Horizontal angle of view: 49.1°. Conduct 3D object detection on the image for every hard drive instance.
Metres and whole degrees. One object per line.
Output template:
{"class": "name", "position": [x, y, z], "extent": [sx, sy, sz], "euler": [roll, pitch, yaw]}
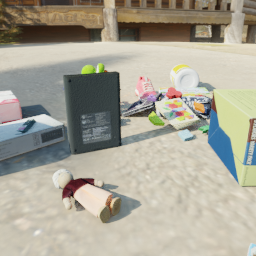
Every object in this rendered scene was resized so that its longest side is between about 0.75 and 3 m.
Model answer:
{"class": "hard drive", "position": [-1.000, -0.457, 8.301], "extent": [1.619, 2.320, 0.381], "euler": [-9, 22, -22]}

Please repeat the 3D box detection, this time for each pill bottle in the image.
{"class": "pill bottle", "position": [3.087, -2.853, 15.712], "extent": [1.338, 1.338, 2.389], "euler": [0, 22, -1]}

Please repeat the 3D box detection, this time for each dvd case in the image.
{"class": "dvd case", "position": [0.645, -1.008, 11.915], "extent": [1.379, 0.148, 1.855], "euler": [-18, 15, 25]}

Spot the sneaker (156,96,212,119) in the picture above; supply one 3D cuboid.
{"class": "sneaker", "position": [2.373, -0.795, 11.187], "extent": [2.425, 0.850, 1.315], "euler": [-12, 22, -34]}

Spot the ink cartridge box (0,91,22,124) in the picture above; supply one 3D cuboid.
{"class": "ink cartridge box", "position": [-5.247, -0.844, 11.309], "extent": [1.424, 0.830, 1.968], "euler": [-12, 25, -28]}

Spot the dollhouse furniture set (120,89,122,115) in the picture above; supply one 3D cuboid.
{"class": "dollhouse furniture set", "position": [-0.682, -0.861, 10.895], "extent": [1.167, 1.174, 1.665], "euler": [-9, 22, -21]}

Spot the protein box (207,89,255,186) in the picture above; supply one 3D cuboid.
{"class": "protein box", "position": [3.921, 0.105, 7.592], "extent": [2.650, 1.788, 2.630], "euler": [-1, 22, -2]}

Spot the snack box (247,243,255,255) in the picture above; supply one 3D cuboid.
{"class": "snack box", "position": [2.767, 2.499, 3.326], "extent": [2.683, 0.498, 1.558], "euler": [11, 24, 25]}

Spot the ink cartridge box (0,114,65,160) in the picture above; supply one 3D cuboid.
{"class": "ink cartridge box", "position": [-3.986, 0.155, 9.078], "extent": [2.983, 0.650, 2.589], "euler": [-19, 30, -40]}

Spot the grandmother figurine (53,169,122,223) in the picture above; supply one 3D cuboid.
{"class": "grandmother figurine", "position": [-0.984, 1.379, 6.163], "extent": [1.816, 0.550, 1.101], "euler": [20, 20, 35]}

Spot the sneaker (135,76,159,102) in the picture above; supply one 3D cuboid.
{"class": "sneaker", "position": [0.842, -1.932, 13.755], "extent": [0.904, 1.064, 2.454], "euler": [-5, 23, -12]}

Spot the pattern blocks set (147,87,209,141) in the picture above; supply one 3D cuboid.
{"class": "pattern blocks set", "position": [1.799, -0.592, 10.228], "extent": [2.339, 0.216, 2.661], "euler": [-24, 50, -30]}

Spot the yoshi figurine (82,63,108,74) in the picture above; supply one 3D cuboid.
{"class": "yoshi figurine", "position": [-1.588, -1.783, 11.685], "extent": [1.132, 2.022, 1.136], "euler": [-8, 37, -44]}

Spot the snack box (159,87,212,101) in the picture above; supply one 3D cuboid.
{"class": "snack box", "position": [2.614, -1.446, 13.141], "extent": [2.282, 0.604, 1.623], "euler": [1, 22, 3]}

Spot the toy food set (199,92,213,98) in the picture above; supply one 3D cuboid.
{"class": "toy food set", "position": [4.370, -1.347, 12.282], "extent": [2.153, 0.432, 1.486], "euler": [9, 16, -30]}
